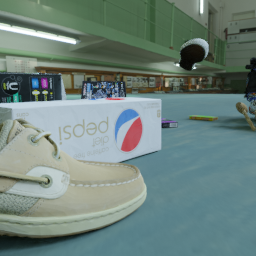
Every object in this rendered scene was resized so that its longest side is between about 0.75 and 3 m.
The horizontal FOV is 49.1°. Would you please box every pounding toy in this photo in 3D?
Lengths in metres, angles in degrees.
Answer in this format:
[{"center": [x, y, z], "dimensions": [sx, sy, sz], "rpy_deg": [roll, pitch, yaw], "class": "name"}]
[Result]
[{"center": [4.070, -0.199, 7.889], "dimensions": [1.109, 1.112, 1.939], "rpy_deg": [29, -3, -40], "class": "pounding toy"}]

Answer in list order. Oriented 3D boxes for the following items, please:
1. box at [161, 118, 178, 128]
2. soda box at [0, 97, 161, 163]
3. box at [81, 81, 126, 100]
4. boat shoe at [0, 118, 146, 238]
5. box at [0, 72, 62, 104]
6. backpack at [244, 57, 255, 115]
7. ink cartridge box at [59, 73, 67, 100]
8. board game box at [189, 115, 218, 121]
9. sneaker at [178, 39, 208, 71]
[{"center": [0.964, -0.156, 8.602], "dimensions": [0.739, 0.186, 1.033], "rpy_deg": [-2, 10, -17], "class": "box"}, {"center": [-0.636, 0.055, 4.396], "dimensions": [0.930, 0.995, 2.921], "rpy_deg": [7, 11, 39], "class": "soda box"}, {"center": [-0.947, -1.146, 10.989], "dimensions": [1.779, 0.445, 1.793], "rpy_deg": [-1, 49, -3], "class": "box"}, {"center": [-0.936, 0.355, 2.377], "dimensions": [2.611, 0.848, 0.942], "rpy_deg": [5, 4, -29], "class": "boat shoe"}, {"center": [-3.186, -0.628, 7.129], "dimensions": [2.497, 1.552, 1.855], "rpy_deg": [-9, 12, -43], "class": "box"}, {"center": [5.311, -1.246, 9.849], "dimensions": [2.539, 1.956, 2.419], "rpy_deg": [16, 11, 21], "class": "backpack"}, {"center": [-4.151, -1.327, 11.215], "dimensions": [2.773, 1.174, 2.004], "rpy_deg": [-20, 15, -32], "class": "ink cartridge box"}, {"center": [2.713, -0.376, 10.240], "dimensions": [0.991, 0.149, 0.474], "rpy_deg": [10, 12, 40], "class": "board game box"}, {"center": [2.183, -2.621, 9.142], "dimensions": [0.807, 0.939, 2.217], "rpy_deg": [30, -2, 0], "class": "sneaker"}]
